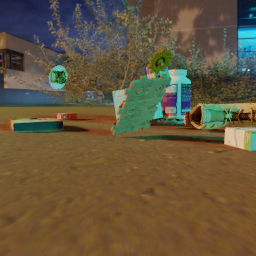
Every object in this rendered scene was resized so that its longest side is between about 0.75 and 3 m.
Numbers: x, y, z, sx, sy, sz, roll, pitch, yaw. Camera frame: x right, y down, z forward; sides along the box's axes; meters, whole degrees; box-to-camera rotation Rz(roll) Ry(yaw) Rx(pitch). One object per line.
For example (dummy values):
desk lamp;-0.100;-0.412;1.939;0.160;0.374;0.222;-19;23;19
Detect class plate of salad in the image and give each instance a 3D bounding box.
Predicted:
plate of salad;-2.913;-2.136;11.865;0.243;1.012;1.012;19;15;30

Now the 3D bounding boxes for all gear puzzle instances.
gear puzzle;0.392;-0.969;7.885;1.523;2.940;0.385;-12;52;-32

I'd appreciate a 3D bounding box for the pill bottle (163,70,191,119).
pill bottle;2.654;-1.769;15.313;1.516;2.696;1.516;0;5;0

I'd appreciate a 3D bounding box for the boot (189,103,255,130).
boot;3.591;-0.396;9.465;2.234;1.046;2.874;1;2;-15

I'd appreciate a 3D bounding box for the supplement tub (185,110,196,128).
supplement tub;2.875;-0.357;11.176;1.162;0.712;0.712;1;6;5

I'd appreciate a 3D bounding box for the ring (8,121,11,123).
ring;-5.606;-0.317;14.083;0.758;0.073;0.758;0;6;0

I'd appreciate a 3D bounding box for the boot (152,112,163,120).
boot;0.756;-0.934;16.098;2.437;0.880;1.840;9;6;5

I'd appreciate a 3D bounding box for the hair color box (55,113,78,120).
hair color box;-3.533;-0.672;16.150;0.611;0.369;1.204;3;7;33

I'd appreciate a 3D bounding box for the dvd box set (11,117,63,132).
dvd box set;-3.646;-0.164;11.019;1.763;0.354;2.409;-3;6;-23

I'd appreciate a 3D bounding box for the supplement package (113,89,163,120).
supplement package;0.547;-1.112;13.576;1.572;1.577;2.688;-8;2;19

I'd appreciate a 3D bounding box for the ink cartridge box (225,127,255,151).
ink cartridge box;2.866;0.236;6.524;0.760;0.441;1.050;-1;6;-12

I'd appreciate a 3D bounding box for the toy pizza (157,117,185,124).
toy pizza;2.195;-0.396;13.947;1.545;0.245;1.545;0;5;0

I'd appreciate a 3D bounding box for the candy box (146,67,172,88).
candy box;1.324;-2.173;11.909;1.027;0.869;0.396;-3;-13;-38
